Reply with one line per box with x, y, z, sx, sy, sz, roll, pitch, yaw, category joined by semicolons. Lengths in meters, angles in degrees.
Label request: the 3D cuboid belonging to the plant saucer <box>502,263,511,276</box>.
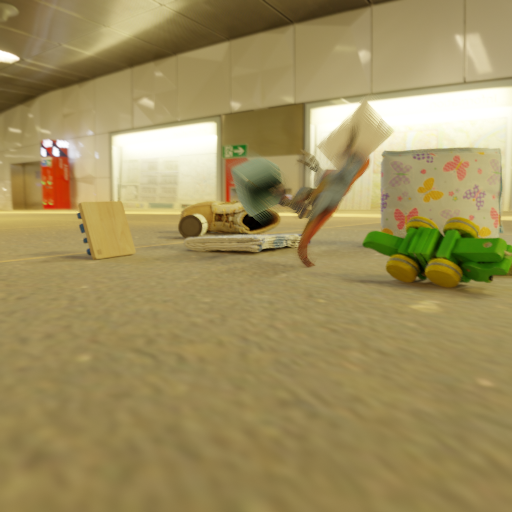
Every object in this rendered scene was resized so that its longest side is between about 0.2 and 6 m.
3.821;0.128;9.038;1.528;0.237;1.528;0;5;0;plant saucer

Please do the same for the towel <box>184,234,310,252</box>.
-0.129;-0.318;12.875;1.994;0.323;2.715;1;4;29;towel

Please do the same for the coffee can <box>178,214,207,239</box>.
-1.782;-0.833;15.854;0.680;0.680;0.929;0;6;4;coffee can

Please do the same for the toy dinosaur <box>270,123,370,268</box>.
1.281;-1.207;9.966;2.037;2.245;1.179;-18;22;-34;toy dinosaur

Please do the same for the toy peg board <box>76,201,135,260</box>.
-3.086;-0.464;11.089;0.548;1.121;1.116;-17;-3;30;toy peg board

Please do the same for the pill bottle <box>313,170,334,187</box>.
1.778;-1.797;13.124;0.812;0.445;0.445;5;8;32;pill bottle

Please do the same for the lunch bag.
4.324;-1.344;13.167;2.706;2.295;1.720;-1;4;16;lunch bag

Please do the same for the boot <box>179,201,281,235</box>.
-0.845;-1.164;17.435;2.892;1.053;2.248;3;5;-14;boot

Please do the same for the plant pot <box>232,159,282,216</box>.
-0.049;-1.585;12.137;0.907;0.910;0.927;-27;40;-14;plant pot

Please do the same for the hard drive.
1.871;-2.213;10.620;1.239;0.817;0.157;-43;-7;17;hard drive

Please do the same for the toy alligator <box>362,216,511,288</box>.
2.760;0.061;7.412;2.949;0.874;0.800;6;-32;46;toy alligator
